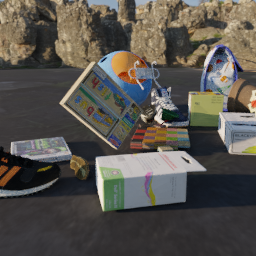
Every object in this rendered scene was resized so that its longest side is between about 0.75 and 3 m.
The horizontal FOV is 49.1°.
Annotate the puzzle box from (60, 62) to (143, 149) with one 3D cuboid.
[{"bbox_3d":[-0.618,-0.543,7.458,2.076,1.381,0.264,42,-14,-33],"label":"puzzle box"}]

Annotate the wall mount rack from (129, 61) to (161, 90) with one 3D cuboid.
[{"bbox_3d":[0.822,-2.194,11.903,1.488,1.293,0.555,-6,-8,-24],"label":"wall mount rack"}]

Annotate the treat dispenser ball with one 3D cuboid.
[{"bbox_3d":[-0.271,-2.207,13.282,2.798,2.798,2.798,0,15,0],"label":"treat dispenser ball"}]

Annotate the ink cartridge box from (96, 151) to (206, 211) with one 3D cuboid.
[{"bbox_3d":[0.402,0.985,5.549,1.973,0.664,1.155,-3,16,-12],"label":"ink cartridge box"}]

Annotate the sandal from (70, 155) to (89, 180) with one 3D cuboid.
[{"bbox_3d":[-1.086,0.897,6.558,0.284,0.422,1.052,16,2,-28],"label":"sandal"}]

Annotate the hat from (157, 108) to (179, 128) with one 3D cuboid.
[{"bbox_3d":[1.337,-0.273,10.111,0.821,0.722,0.680,14,20,-28],"label":"hat"}]

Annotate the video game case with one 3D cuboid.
[{"bbox_3d":[-2.449,0.618,7.803,1.501,0.193,1.652,-6,16,-21],"label":"video game case"}]

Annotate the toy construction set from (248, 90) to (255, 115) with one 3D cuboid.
[{"bbox_3d":[5.218,-0.531,8.923,2.762,1.811,1.272,-4,16,-15],"label":"toy construction set"}]

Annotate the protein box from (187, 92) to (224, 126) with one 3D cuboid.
[{"bbox_3d":[2.975,-0.749,10.857,1.202,1.211,0.817,1,15,4],"label":"protein box"}]

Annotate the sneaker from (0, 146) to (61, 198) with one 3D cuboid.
[{"bbox_3d":[-2.581,0.753,5.617,2.393,1.077,0.837,-3,16,-12],"label":"sneaker"}]

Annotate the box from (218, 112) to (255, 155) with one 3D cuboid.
[{"bbox_3d":[3.642,0.113,8.660,1.377,0.710,2.361,2,15,8],"label":"box"}]

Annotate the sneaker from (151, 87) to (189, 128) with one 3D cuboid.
[{"bbox_3d":[1.566,-0.874,11.026,0.880,1.363,2.512,-5,16,-18],"label":"sneaker"}]

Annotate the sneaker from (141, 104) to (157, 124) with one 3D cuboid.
[{"bbox_3d":[0.750,-0.449,9.697,0.572,0.613,1.547,-29,9,-2],"label":"sneaker"}]

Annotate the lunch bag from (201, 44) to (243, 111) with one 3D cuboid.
[{"bbox_3d":[4.419,-2.427,13.431,1.828,2.952,2.509,-1,12,13],"label":"lunch bag"}]

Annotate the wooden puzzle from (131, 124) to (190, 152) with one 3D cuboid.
[{"bbox_3d":[1.053,0.311,8.904,1.724,0.204,2.907,3,15,9],"label":"wooden puzzle"}]

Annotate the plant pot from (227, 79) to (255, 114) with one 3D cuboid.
[{"bbox_3d":[5.265,-1.190,12.043,1.404,1.610,1.610,24,27,39],"label":"plant pot"}]
